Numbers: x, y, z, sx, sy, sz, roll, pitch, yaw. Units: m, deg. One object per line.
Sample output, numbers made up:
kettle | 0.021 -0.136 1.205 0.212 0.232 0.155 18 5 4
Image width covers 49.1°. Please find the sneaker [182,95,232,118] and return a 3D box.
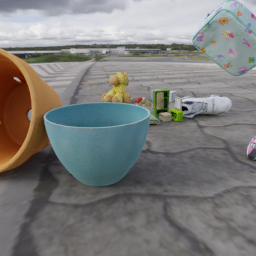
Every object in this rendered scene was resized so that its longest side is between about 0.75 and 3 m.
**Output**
sneaker | 3.157 -0.884 11.995 2.330 0.876 1.339 3 17 28

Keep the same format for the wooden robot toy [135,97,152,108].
wooden robot toy | 0.280 -0.824 10.989 0.758 0.736 1.670 0 23 29

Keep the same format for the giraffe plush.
giraffe plush | -0.465 -2.213 15.069 1.679 1.578 1.946 12 21 35

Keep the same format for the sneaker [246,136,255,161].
sneaker | 3.674 0.556 7.937 0.511 0.549 1.271 37 52 20

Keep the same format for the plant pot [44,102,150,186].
plant pot | -0.670 0.395 6.463 2.324 1.565 2.324 0 17 0

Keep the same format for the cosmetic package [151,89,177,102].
cosmetic package | 1.964 -1.800 15.505 1.310 0.591 0.700 9 19 35

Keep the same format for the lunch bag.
lunch bag | 3.576 -3.053 9.735 0.961 2.492 1.999 -60 12 -31

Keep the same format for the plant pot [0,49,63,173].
plant pot | -3.085 -0.392 7.351 2.989 2.989 2.092 6 2 18

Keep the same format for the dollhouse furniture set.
dollhouse furniture set | 0.946 -0.854 11.372 2.223 1.115 1.456 -7 18 -20
